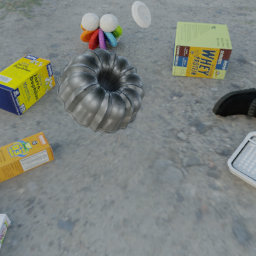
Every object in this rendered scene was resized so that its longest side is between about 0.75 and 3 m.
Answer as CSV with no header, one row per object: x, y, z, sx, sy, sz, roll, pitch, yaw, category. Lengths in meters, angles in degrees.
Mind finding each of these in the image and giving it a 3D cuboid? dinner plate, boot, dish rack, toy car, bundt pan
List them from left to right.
-1.500,-5.102,15.447,2.345,2.052,1.758,6,80,5,toy car
-0.651,-1.251,8.263,2.689,1.009,2.689,13,60,-22,bundt pan
0.541,-4.264,10.484,0.121,1.002,1.002,-6,31,48,dinner plate
5.033,-0.684,11.440,2.642,0.994,1.975,-19,48,-18,boot
4.764,1.258,9.884,1.961,0.498,2.285,33,54,27,dish rack

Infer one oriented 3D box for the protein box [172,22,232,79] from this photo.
3.634,-3.949,14.157,2.535,1.710,2.516,6,46,6,protein box

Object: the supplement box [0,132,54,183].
-4.030,1.110,9.753,2.688,0.925,0.894,-23,52,-24,supplement box

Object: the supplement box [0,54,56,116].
-4.631,-1.969,12.445,1.385,1.376,2.528,20,49,18,supplement box

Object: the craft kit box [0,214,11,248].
-4.891,3.543,7.596,2.548,0.618,2.516,2,43,1,craft kit box
